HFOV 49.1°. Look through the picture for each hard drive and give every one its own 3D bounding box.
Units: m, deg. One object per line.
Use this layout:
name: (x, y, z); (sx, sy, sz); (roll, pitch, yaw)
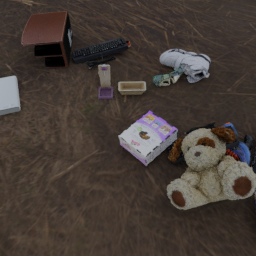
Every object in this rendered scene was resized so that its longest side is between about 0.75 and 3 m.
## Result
hard drive: (-5.514, -1.410, 12.200); (1.417, 0.282, 2.148); (-14, 50, -12)

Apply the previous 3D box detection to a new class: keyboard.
keyboard: (-1.367, -3.765, 14.026); (2.817, 0.290, 1.790); (-17, 51, -4)
keyboard: (2.570, 0.403, 10.082); (2.485, 0.492, 1.294); (-17, 46, 6)

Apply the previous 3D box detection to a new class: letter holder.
letter holder: (-4.006, -4.433, 14.055); (2.067, 1.463, 2.909); (-4, 49, -1)

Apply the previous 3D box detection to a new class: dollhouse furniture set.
dollhouse furniture set: (-0.284, -2.385, 12.225); (2.123, 1.507, 1.682); (-1, 49, -1)

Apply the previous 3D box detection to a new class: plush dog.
plush dog: (2.489, 1.090, 8.602); (2.617, 2.100, 2.248); (-22, 75, 31)

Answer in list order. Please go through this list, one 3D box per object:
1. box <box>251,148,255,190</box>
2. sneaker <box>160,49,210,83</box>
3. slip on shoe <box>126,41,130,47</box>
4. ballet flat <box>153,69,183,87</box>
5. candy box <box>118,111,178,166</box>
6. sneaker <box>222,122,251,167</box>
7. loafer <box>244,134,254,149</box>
box: (5.837, 1.292, 9.590); (2.835, 0.710, 2.857); (21, 52, 16)
sneaker: (2.662, -2.904, 13.061); (2.411, 0.906, 1.386); (8, 47, 2)
slip on shoe: (-0.390, -4.403, 14.757); (1.054, 0.323, 0.391); (-10, 52, -7)
ballet flat: (1.904, -2.241, 12.839); (1.585, 0.588, 0.588); (-19, 52, -13)
candy box: (0.735, 0.335, 10.256); (1.675, 0.599, 1.405); (-38, 57, -22)
sneaker: (3.742, 0.741, 10.140); (0.826, 0.794, 2.107); (-16, 44, 1)
loafer: (4.508, 0.617, 10.428); (0.335, 0.337, 0.926); (19, 53, 10)
